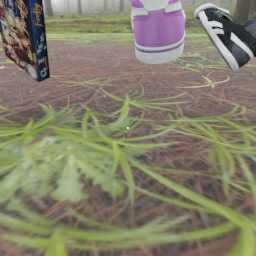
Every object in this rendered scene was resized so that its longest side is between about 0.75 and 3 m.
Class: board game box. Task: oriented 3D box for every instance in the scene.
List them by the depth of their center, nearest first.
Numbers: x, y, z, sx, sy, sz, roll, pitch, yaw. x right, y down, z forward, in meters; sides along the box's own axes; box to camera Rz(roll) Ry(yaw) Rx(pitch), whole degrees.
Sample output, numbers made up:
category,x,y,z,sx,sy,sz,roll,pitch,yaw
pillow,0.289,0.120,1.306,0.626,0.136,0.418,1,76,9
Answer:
category,x,y,z,sx,sy,sz,roll,pitch,yaw
board game box,-3.093,-2.874,8.121,1.807,2.667,0.462,37,53,22

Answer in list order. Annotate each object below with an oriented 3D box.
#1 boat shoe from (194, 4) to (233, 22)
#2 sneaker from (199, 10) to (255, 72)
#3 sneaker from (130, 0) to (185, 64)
category,x,y,z,sx,sy,sz,roll,pitch,yaw
boat shoe,2.574,-3.264,8.195,1.387,0.500,0.492,-6,56,-27
sneaker,1.965,-1.785,5.139,0.860,0.562,1.538,-30,56,18
sneaker,0.506,-2.484,4.984,1.072,1.687,2.959,-9,34,4
